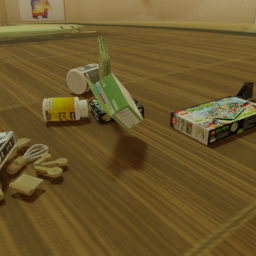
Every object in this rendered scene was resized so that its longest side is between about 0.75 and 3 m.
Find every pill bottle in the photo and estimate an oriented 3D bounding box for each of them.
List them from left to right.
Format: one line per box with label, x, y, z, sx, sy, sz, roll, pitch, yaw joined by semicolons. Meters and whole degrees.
pill bottle;-2.073;-0.632;9.376;1.418;0.774;0.774;-3;26;-4
pill bottle;-1.713;-2.236;12.402;1.079;1.079;1.863;16;29;30

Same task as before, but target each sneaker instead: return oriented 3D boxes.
sneaker;4.498;-1.394;11.065;1.315;0.699;0.492;-21;33;-37

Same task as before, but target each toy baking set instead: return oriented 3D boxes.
toy baking set;-2.558;0.926;6.754;1.848;0.280;2.408;-18;31;-39

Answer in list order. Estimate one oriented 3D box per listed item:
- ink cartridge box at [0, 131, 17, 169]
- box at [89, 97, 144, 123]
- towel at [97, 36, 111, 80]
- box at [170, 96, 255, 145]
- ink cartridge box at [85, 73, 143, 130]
ink cartridge box;-3.845;0.905;6.106;2.187;0.479;2.208;-10;26;2
box;-0.436;-0.703;9.973;1.671;0.384;1.328;-10;27;-20
towel;-0.801;-2.020;9.153;0.299;1.640;1.217;-9;55;-8
box;2.993;-0.343;9.074;2.927;0.508;1.611;-16;30;-30
ink cartridge box;-0.286;-0.722;7.252;0.582;1.964;1.020;-31;69;8
